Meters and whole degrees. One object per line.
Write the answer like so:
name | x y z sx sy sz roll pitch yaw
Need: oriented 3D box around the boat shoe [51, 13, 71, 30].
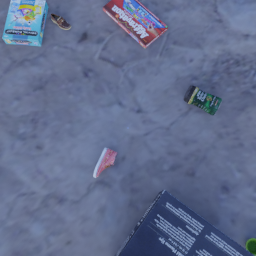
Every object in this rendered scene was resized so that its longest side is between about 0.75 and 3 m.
boat shoe | -2.436 -3.857 10.093 0.857 0.308 0.309 37 77 10

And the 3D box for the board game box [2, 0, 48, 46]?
board game box | -3.650 -3.801 10.035 1.263 0.393 1.673 4 74 1

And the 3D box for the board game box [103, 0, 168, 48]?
board game box | 0.249 -3.990 10.184 1.153 0.218 2.240 -43 78 -10

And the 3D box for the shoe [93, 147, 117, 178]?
shoe | -0.687 1.118 8.643 0.453 0.355 0.995 21 73 8

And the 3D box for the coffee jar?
coffee jar | 2.424 -0.921 9.155 1.154 0.492 0.602 27 76 8

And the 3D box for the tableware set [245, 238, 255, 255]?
tableware set | 4.222 3.939 7.862 1.335 0.304 1.981 -22 76 -6

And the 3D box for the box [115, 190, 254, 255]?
box | 1.285 3.492 7.380 2.766 1.440 2.519 36 77 10
